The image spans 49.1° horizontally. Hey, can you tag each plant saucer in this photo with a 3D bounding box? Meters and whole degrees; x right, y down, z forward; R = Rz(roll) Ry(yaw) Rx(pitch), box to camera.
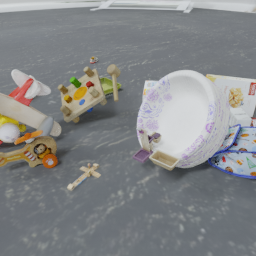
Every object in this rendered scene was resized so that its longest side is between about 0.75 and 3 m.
[{"bbox_3d":[-1.294,-2.032,14.018,1.449,0.347,1.446,-24,39,-33],"label":"plant saucer"}]

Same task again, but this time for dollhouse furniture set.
[{"bbox_3d":[0.899,0.393,7.882,1.432,1.017,1.135,22,48,41],"label":"dollhouse furniture set"}]

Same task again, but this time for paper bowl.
[{"bbox_3d":[1.795,-0.208,8.820,1.515,2.912,2.912,21,14,-40],"label":"paper bowl"}]

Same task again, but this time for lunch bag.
[{"bbox_3d":[3.630,0.674,8.810,1.932,1.196,1.642,3,28,31],"label":"lunch bag"}]

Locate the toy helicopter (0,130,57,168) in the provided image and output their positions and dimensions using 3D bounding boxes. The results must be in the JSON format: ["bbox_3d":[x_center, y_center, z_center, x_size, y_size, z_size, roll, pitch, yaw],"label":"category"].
[{"bbox_3d":[-3.161,0.706,8.601,1.919,1.269,0.757,-14,34,-22],"label":"toy helicopter"}]

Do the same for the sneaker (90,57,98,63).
[{"bbox_3d":[-2.161,-4.411,17.948,0.329,0.347,0.844,10,32,15],"label":"sneaker"}]

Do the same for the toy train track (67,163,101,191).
[{"bbox_3d":[-1.332,1.413,8.465,0.752,0.213,1.311,18,36,28],"label":"toy train track"}]

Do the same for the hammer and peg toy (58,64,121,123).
[{"bbox_3d":[-1.533,-1.519,11.156,2.693,0.949,1.980,-30,47,14],"label":"hammer and peg toy"}]

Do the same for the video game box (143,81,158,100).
[{"bbox_3d":[1.595,-1.764,13.516,1.667,0.428,1.829,1,31,7],"label":"video game box"}]

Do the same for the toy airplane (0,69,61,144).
[{"bbox_3d":[-3.710,-0.435,9.119,2.811,2.799,1.984,-8,48,-12],"label":"toy airplane"}]

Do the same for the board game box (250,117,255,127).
[{"bbox_3d":[5.111,-0.021,10.914,0.679,0.128,1.319,9,32,16],"label":"board game box"}]

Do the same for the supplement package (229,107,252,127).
[{"bbox_3d":[4.321,-0.334,10.996,0.572,0.574,0.978,-3,31,-5],"label":"supplement package"}]

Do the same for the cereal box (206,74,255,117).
[{"bbox_3d":[4.265,-1.361,11.756,2.150,1.547,0.425,10,31,17],"label":"cereal box"}]
